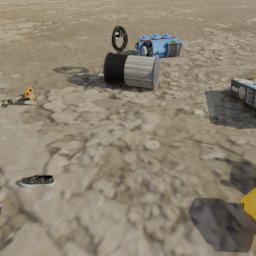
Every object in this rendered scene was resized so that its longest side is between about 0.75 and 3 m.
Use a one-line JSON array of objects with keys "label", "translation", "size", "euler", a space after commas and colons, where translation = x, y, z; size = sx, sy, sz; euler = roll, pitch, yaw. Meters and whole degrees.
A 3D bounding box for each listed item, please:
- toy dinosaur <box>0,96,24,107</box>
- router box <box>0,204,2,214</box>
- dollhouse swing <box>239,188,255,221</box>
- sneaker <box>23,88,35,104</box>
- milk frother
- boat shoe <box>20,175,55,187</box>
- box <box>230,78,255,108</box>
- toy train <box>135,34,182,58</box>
[{"label": "toy dinosaur", "translation": [-4.101, -0.940, 9.986], "size": [0.523, 0.281, 1.186], "euler": [21, 34, 41]}, {"label": "router box", "translation": [-2.954, 1.759, 5.167], "size": [1.071, 0.842, 0.280], "euler": [6, -9, 7]}, {"label": "dollhouse swing", "translation": [2.868, 1.747, 5.300], "size": [0.993, 0.960, 1.092], "euler": [-32, 36, -12]}, {"label": "sneaker", "translation": [-3.655, -1.162, 10.247], "size": [0.353, 0.348, 0.901], "euler": [-2, 34, -6]}, {"label": "milk frother", "translation": [0.258, -2.835, 11.216], "size": [2.044, 2.173, 1.961], "euler": [9, 29, 13]}, {"label": "boat shoe", "translation": [-2.132, 1.213, 6.581], "size": [0.835, 0.236, 0.286], "euler": [0, 32, 0]}, {"label": "box", "translation": [5.167, -1.139, 9.478], "size": [2.289, 0.697, 2.840], "euler": [-6, 22, -5]}, {"label": "toy train", "translation": [1.561, -4.222, 14.523], "size": [2.352, 1.020, 1.344], "euler": [-10, 40, -15]}]
